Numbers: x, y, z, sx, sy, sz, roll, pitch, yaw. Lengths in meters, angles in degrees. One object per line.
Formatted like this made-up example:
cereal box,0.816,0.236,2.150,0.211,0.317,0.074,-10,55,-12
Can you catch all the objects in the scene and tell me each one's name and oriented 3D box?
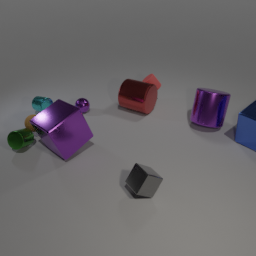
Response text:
cube,-2.387,0.024,10.173,1.400,1.400,1.400,24,57,42
cube,0.484,1.586,8.485,0.700,0.700,0.700,22,11,-38
cylinder,1.141,-2.156,13.600,0.700,0.700,0.700,-37,20,16
ball,-2.129,-1.057,13.063,0.700,0.700,0.700,0,32,0
cylinder,-3.883,-1.073,12.745,0.700,0.700,0.700,13,33,35
ball,-3.776,-0.195,11.211,0.700,0.700,0.700,0,32,0
cylinder,0.467,-1.489,13.076,1.400,1.400,1.400,17,36,26
cube,5.105,-0.060,10.582,1.400,1.400,1.400,-32,43,-27
cylinder,-4.019,0.398,10.513,0.700,0.700,0.700,8,11,13
cylinder,3.448,-0.877,11.800,1.400,1.400,1.400,9,16,-2
